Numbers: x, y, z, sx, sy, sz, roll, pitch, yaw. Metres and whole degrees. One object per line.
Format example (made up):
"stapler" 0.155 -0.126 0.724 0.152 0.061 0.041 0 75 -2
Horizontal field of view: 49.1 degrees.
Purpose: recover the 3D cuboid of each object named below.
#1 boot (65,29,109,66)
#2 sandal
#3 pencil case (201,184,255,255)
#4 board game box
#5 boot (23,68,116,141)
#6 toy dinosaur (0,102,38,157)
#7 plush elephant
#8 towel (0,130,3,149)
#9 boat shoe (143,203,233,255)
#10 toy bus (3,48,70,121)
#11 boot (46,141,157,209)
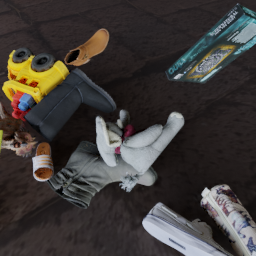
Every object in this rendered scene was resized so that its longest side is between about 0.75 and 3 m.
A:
"boot" -1.461 -2.840 9.843 0.637 1.662 1.291 54 23 -1
"sandal" -2.832 0.991 9.196 0.640 0.479 1.670 -10 45 -11
"pencil case" 2.824 2.591 7.131 0.945 1.086 2.428 -44 48 15
"board game box" 2.600 -2.241 8.120 1.814 2.683 0.378 -3 64 -42
"boot" -2.077 -0.586 10.377 2.269 0.904 2.753 40 62 -3
"toy dinosaur" -3.982 0.157 9.617 1.866 1.182 2.754 -9 41 -9
"plush elephant" -0.004 0.207 4.850 1.158 1.232 1.496 39 62 7
"towel" -4.389 1.026 8.674 0.840 0.176 1.953 1 76 1
"boat shoe" 1.728 2.760 7.114 2.706 0.960 0.945 22 51 30
"toy bus" -3.930 -1.588 11.140 2.718 1.844 2.609 20 64 22
"boot" -0.797 1.628 8.340 2.995 1.014 1.956 15 51 25
